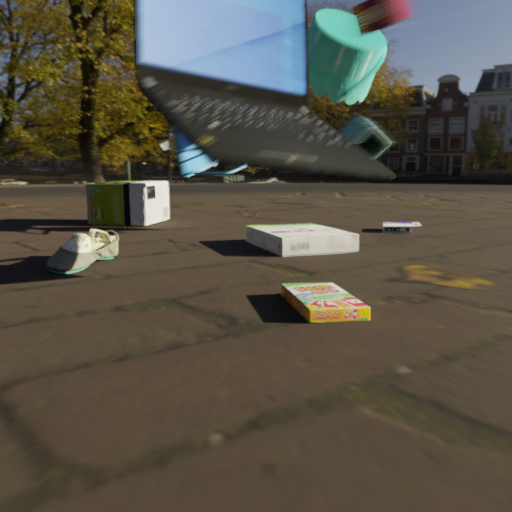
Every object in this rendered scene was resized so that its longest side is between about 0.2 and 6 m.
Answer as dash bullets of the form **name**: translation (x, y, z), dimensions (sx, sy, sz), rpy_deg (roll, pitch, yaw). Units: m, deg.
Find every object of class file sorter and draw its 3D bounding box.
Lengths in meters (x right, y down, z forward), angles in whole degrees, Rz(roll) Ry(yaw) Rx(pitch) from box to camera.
- **file sorter**: translation (-0.842, -2.952, 12.108), dimensions (1.331, 2.169, 1.505), rpy_deg (6, 26, 36)

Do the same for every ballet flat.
- **ballet flat**: translation (-2.591, -0.131, 8.435), dimensions (0.554, 0.523, 1.643), rpy_deg (13, 11, 11)

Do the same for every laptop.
- **laptop**: translation (0.118, -2.431, 6.903), dimensions (2.786, 1.623, 3.144), rpy_deg (-1, 36, -35)

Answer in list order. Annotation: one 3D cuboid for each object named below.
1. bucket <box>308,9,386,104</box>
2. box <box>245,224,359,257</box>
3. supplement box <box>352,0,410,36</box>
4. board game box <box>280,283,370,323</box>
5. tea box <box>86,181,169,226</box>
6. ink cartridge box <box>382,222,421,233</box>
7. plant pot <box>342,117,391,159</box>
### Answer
- **bucket**: translation (1.656, -3.950, 11.037), dimensions (1.748, 1.137, 1.748), rpy_deg (12, 45, -13)
- **box**: translation (0.774, -0.324, 10.334), dimensions (1.455, 0.366, 2.016), rpy_deg (-3, 11, -18)
- **supplement box**: translation (2.003, -3.909, 8.997), dimensions (0.743, 0.487, 0.384), rpy_deg (-8, 18, 43)
- **board game box**: translation (0.685, 0.469, 5.990), dimensions (0.620, 0.195, 1.298), rpy_deg (-1, 6, -10)
- **tea box**: translation (-3.301, -1.391, 14.561), dimensions (1.605, 1.090, 1.632), rpy_deg (2, 9, 13)
- **ink cartridge box**: translation (3.329, -0.653, 12.837), dimensions (0.852, 0.185, 0.844), rpy_deg (0, 9, 13)
- **plant pot**: translation (2.349, -2.625, 12.425), dimensions (0.778, 0.776, 0.793), rpy_deg (29, 27, -44)
